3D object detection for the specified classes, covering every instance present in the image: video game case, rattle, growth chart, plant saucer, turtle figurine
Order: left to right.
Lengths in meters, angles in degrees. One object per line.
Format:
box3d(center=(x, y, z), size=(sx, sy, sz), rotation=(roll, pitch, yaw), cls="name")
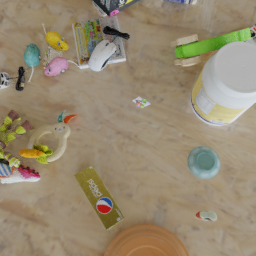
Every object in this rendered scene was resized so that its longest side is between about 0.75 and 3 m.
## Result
box3d(center=(-4.145, 0.337, 8.921), size=(2.458, 0.792, 1.982), rotation=(27, 66, 24), cls="turtle figurine")
box3d(center=(-2.479, 0.080, 8.791), size=(1.287, 1.412, 1.977), rotation=(37, 83, 32), cls="rattle")
box3d(center=(-2.719, -2.605, 10.236), size=(0.724, 0.089, 1.001), rotation=(4, 73, 2), cls="growth chart")
box3d(center=(-1.087, -3.188, 10.353), size=(1.709, 0.215, 1.878), rotation=(-11, 74, -3), cls="video game case")
box3d(center=(0.546, 4.168, 8.006), size=(2.688, 0.434, 2.688), rotation=(0, 73, -1), cls="plant saucer")
box3d(center=(2.481, 1.088, 9.056), size=(1.080, 0.208, 1.080), rotation=(0, 73, -1), cls="plant saucer")

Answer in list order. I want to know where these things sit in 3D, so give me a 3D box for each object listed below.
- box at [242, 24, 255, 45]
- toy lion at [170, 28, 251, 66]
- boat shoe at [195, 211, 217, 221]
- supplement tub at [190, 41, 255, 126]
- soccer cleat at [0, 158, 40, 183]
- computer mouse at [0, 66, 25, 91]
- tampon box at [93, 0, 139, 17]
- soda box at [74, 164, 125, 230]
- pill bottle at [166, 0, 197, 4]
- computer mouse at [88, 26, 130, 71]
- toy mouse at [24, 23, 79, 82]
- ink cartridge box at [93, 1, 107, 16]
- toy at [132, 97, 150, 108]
box3d(center=(4.933, -2.604, 10.071), size=(1.241, 0.391, 2.255), rotation=(-36, 76, -10), cls="box")
box3d(center=(2.754, -2.754, 9.090), size=(2.522, 2.632, 0.903), rotation=(-13, 103, 7), cls="toy lion")
box3d(center=(2.258, 2.543, 8.075), size=(0.778, 0.244, 0.277), rotation=(15, 52, -33), cls="boat shoe")
box3d(center=(3.023, -1.254, 8.547), size=(1.829, 2.516, 1.829), rotation=(0, 73, 0), cls="supplement tub")
box3d(center=(-3.561, 1.484, 8.805), size=(1.651, 0.577, 0.713), rotation=(19, 87, 9), cls="soccer cleat")
box3d(center=(-4.449, -1.656, 9.828), size=(1.644, 0.361, 0.902), rotation=(-7, 78, -8), cls="computer mouse")
box3d(center=(-0.712, -5.736, 10.325), size=(1.806, 1.521, 2.410), rotation=(-37, 77, -20), cls="tampon box")
box3d(center=(-0.869, 2.094, 8.534), size=(0.645, 0.610, 1.906), rotation=(-32, 75, -9), cls="soda box")
box3d(center=(1.721, -5.352, 10.569), size=(1.894, 1.052, 1.052), rotation=(10, 73, 4), cls="pill bottle")
box3d(center=(-0.774, -2.814, 9.920), size=(1.003, 0.401, 1.828), rotation=(28, 76, 7), cls="computer mouse")
box3d(center=(-2.957, -2.511, 9.955), size=(2.350, 0.455, 2.088), rotation=(38, 80, 11), cls="toy mouse")
box3d(center=(-0.791, -4.815, 10.876), size=(0.919, 0.262, 0.747), rotation=(-31, 75, -24), cls="ink cartridge box")
box3d(center=(0.405, -0.784, 9.118), size=(0.455, 0.789, 0.186), rotation=(30, 76, -11), cls="toy")
